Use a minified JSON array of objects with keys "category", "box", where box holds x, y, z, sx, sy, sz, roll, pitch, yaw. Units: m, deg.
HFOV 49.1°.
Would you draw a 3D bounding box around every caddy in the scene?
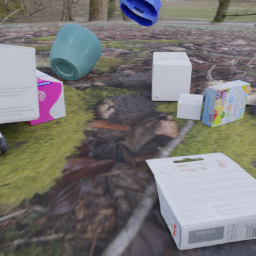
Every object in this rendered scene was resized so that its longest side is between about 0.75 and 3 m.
[{"category":"caddy","box":[0.452,-4.320,10.035,1.501,1.061,0.788,29,61,-6]}]

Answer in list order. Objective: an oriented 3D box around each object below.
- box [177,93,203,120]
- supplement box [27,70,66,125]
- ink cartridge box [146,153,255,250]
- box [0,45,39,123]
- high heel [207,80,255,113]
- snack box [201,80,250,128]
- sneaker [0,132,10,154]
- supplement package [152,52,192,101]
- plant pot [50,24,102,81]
[{"category":"box","box":[2.314,-0.811,10.436,0.858,0.599,1.126,7,27,15]},{"category":"supplement box","box":[-3.604,-1.274,10.533,1.359,1.388,2.685,-19,33,-36]},{"category":"ink cartridge box","box":[1.667,1.388,6.107,2.133,0.659,2.630,-5,17,-9]},{"category":"box","box":[-4.241,-1.290,8.178,2.452,2.101,2.440,-10,15,-38]},{"category":"high heel","box":[4.600,-1.494,11.452,1.746,0.874,2.449,-28,51,-37]},{"category":"snack box","box":[3.373,-0.853,9.663,1.599,1.349,0.541,-16,31,-28]},{"category":"sneaker","box":[-4.276,0.452,7.708,2.369,0.876,0.939,4,35,22]},{"category":"supplement package","box":[1.865,-2.346,12.462,1.570,1.590,2.622,2,26,5]},{"category":"plant pot","box":[-2.836,-3.656,14.346,2.495,2.495,2.002,9,57,19]}]
